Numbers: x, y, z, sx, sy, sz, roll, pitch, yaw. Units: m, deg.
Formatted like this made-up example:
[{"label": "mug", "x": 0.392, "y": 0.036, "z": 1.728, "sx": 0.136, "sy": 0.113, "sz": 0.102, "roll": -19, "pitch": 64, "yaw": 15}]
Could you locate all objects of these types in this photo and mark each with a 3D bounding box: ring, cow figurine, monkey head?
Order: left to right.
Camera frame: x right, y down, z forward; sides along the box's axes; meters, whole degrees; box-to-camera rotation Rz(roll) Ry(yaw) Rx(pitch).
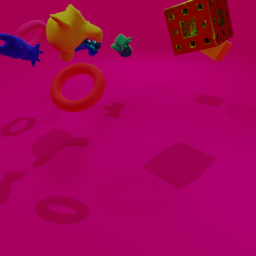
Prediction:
[{"label": "cow figurine", "x": -2.261, "y": -1.665, "z": 5.976, "sx": 0.989, "sy": 0.552, "sz": 1.005, "roll": 13, "pitch": 8, "yaw": -32}, {"label": "ring", "x": -2.989, "y": -2.797, "z": 8.558, "sx": 0.244, "sy": 1.219, "sz": 1.219, "roll": 50, "pitch": 42, "yaw": 4}, {"label": "monkey head", "x": -1.485, "y": -2.525, "z": 7.615, "sx": 1.371, "sy": 1.905, "sz": 1.148, "roll": 29, "pitch": 71, "yaw": 5}, {"label": "ring", "x": -0.973, "y": -0.797, "z": 5.406, "sx": 1.110, "sy": 0.222, "sz": 1.110, "roll": -4, "pitch": 62, "yaw": 8}, {"label": "cow figurine", "x": -1.611, "y": -3.168, "z": 10.153, "sx": 1.258, "sy": 1.278, "sz": 0.702, "roll": -38, "pitch": 9, "yaw": -39}, {"label": "cow figurine", "x": -0.125, "y": -2.786, "z": 9.635, "sx": 1.026, "sy": 0.573, "sz": 1.043, "roll": 32, "pitch": -3, "yaw": 44}]

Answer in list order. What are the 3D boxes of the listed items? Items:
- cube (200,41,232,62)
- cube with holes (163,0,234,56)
[{"label": "cube", "x": 3.274, "y": -3.014, "z": 10.455, "sx": 0.754, "sy": 0.754, "sz": 0.754, "roll": 42, "pitch": 28, "yaw": 23}, {"label": "cube with holes", "x": 1.727, "y": -2.532, "z": 6.787, "sx": 1.104, "sy": 1.104, "sz": 1.104, "roll": -1, "pitch": 26, "yaw": 43}]
